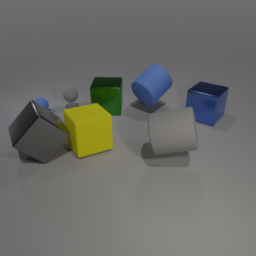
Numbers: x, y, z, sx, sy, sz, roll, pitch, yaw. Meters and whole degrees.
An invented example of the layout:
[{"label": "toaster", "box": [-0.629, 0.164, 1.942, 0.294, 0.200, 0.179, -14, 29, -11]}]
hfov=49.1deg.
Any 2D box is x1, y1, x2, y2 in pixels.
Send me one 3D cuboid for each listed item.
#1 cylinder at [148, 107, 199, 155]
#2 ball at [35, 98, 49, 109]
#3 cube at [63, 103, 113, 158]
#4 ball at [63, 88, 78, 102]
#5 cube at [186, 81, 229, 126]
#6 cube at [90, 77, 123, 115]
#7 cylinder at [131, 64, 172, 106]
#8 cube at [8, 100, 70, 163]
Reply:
[{"label": "cylinder", "box": [1.492, 0.107, 9.135, 1.400, 1.400, 1.400, -9, 27, 16]}, {"label": "ball", "box": [-4.084, -1.072, 13.164, 0.700, 0.700, 0.700, 0, 30, 0]}, {"label": "cube", "box": [-1.495, 0.045, 10.521, 1.400, 1.400, 1.400, -14, 29, -25]}, {"label": "ball", "box": [-2.735, -1.568, 13.355, 0.700, 0.700, 0.700, 0, 30, 0]}, {"label": "cube", "box": [3.543, -1.139, 12.664, 1.400, 1.400, 1.400, 19, 35, 30]}, {"label": "cube", "box": [-0.983, -1.541, 13.368, 1.400, 1.400, 1.400, 1, 30, 2]}, {"label": "cylinder", "box": [1.110, -2.003, 13.054, 1.400, 1.400, 1.400, 28, 65, 39]}, {"label": "cube", "box": [-3.172, 0.124, 9.948, 1.400, 1.400, 1.400, -49, 39, 4]}]
